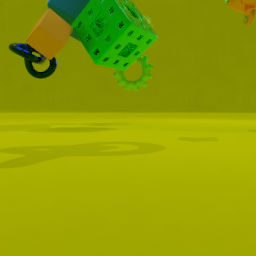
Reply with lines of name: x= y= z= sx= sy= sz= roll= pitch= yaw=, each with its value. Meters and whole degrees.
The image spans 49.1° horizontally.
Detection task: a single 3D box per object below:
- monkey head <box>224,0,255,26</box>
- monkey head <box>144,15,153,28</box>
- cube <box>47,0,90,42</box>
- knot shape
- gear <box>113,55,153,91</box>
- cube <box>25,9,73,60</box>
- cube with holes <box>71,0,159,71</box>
monkey head: x=2.107 y=-2.318 z=5.202 sx=0.624 sy=0.746 sz=1.036 roll=6 pitch=23 yaw=1
monkey head: x=0.429 y=-3.681 z=10.173 sx=1.181 sy=0.849 sz=0.711 roll=11 pitch=45 yaw=23
cube: x=-1.543 y=-3.743 z=8.757 sx=1.387 sy=1.387 sz=1.387 roll=27 pitch=-10 yaw=-9
knot shape: x=-3.055 y=-2.369 z=8.903 sx=0.700 sy=1.514 sz=1.417 roll=-25 pitch=-20 yaw=38
gear: x=0.197 y=-2.183 z=10.729 sx=1.509 sy=1.509 sz=0.279 roll=1 pitch=7 yaw=18
cube: x=-2.055 y=-2.442 z=7.352 sx=0.772 sy=0.772 sz=0.772 roll=35 pitch=-40 yaw=-30
cube with holes: x=-0.349 y=-2.627 z=7.616 sx=1.398 sy=1.398 sz=1.398 roll=-40 pitch=-18 yaw=28
